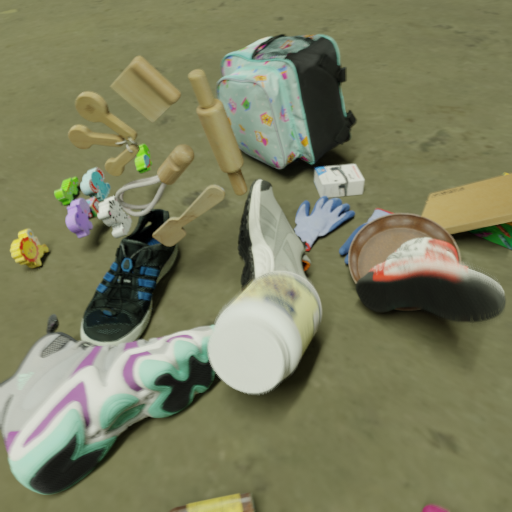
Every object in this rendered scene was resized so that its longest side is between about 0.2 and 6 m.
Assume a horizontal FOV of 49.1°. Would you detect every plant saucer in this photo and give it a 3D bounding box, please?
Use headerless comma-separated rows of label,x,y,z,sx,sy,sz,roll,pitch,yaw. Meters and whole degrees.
plant saucer,2.693,0.136,10.259,1.988,0.342,1.988,-4,61,7

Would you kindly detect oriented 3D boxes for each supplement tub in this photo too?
supplement tub,0.157,1.064,8.148,1.278,1.278,1.762,15,23,16

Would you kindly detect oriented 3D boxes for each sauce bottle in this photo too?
sauce bottle,-0.759,3.322,6.956,1.490,0.482,0.482,-9,42,-7

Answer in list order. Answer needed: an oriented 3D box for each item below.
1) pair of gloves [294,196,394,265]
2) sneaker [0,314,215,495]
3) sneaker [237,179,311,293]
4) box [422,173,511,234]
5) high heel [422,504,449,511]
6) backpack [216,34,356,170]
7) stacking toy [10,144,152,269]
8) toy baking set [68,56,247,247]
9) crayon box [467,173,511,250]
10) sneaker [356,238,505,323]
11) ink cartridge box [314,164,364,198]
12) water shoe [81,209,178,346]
pair of gloves,1.838,-0.499,11.449,2.396,0.273,1.926,21,47,23
sneaker,-2.292,1.537,8.314,3.407,1.324,2.383,-28,49,-29
sneaker,0.328,-0.226,10.608,1.253,1.168,3.160,3,47,-11
box,4.330,-1.007,11.228,2.046,0.218,1.672,-12,28,37
high heel,2.349,3.851,6.186,0.990,0.695,2.065,-14,55,-31
backpack,0.450,-3.631,13.088,2.382,2.732,3.107,-32,37,-14
stacking toy,-3.388,-1.132,11.194,2.235,0.697,2.964,-17,38,18
toy baking set,-1.398,-1.493,8.646,2.525,3.290,0.383,-7,44,23
crayon box,5.355,-0.948,11.718,1.124,0.551,1.892,28,48,28
sneaker,2.941,0.253,8.866,1.467,0.914,2.738,-36,15,-27
ink cartridge box,1.868,-1.698,12.681,0.976,0.411,0.706,-6,42,-7
water shoe,-2.270,0.306,9.799,1.091,1.204,3.051,7,42,8
